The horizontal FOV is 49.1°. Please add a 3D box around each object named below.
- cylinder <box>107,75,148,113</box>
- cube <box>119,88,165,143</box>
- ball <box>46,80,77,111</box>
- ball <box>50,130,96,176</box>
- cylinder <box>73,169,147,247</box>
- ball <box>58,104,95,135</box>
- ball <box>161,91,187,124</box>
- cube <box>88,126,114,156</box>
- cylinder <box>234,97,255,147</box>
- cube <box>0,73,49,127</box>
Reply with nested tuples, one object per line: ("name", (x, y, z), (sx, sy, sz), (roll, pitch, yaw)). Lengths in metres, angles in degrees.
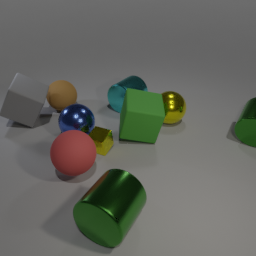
("cylinder", (-0.007, -1.574, 13.021), (1.400, 1.400, 1.400), (19, 36, 28))
("cube", (0.492, -0.462, 10.614), (1.400, 1.400, 1.400), (9, 41, -8))
("ball", (-3.050, -1.502, 12.905), (1.400, 1.400, 1.400), (0, 31, 0))
("ball", (-1.674, 0.764, 8.616), (1.400, 1.400, 1.400), (0, 31, 0))
("cylinder", (-0.431, 1.984, 7.108), (1.400, 1.400, 1.400), (15, 34, 24))
("ball", (-1.981, -0.247, 10.848), (1.400, 1.400, 1.400), (0, 31, 0))
("ball", (1.765, -0.866, 11.862), (1.400, 1.400, 1.400), (0, 31, 0))
("cube", (-1.012, 0.464, 10.205), (0.700, 0.700, 0.700), (14, 46, 22))
("cylinder", (4.917, -0.233, 10.542), (1.400, 1.400, 1.400), (18, 49, 28))
("cube", (-4.263, -1.150, 11.613), (1.400, 1.400, 1.400), (22, 33, -21))
